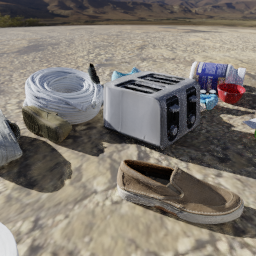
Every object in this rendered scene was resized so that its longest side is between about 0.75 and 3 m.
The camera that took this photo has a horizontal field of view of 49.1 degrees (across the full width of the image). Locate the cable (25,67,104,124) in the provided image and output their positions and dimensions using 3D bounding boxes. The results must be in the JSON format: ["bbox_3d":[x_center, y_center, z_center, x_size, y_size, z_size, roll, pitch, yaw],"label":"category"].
[{"bbox_3d":[-2.393,-1.343,10.841,2.957,1.024,2.958,14,35,3],"label":"cable"}]

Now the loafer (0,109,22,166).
[{"bbox_3d":[-3.820,0.177,8.499,1.039,1.041,2.977,-4,30,-25],"label":"loafer"}]

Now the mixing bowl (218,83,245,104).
[{"bbox_3d":[4.465,-1.462,12.257,1.148,0.622,1.148,0,32,0],"label":"mixing bowl"}]

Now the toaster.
[{"bbox_3d":[0.751,-0.751,9.520,2.898,1.719,2.620,19,30,36],"label":"toaster"}]

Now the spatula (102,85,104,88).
[{"bbox_3d":[-1.531,-2.175,14.242,2.418,0.248,0.683,-5,39,-14],"label":"spatula"}]

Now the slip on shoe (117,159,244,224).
[{"bbox_3d":[1.093,1.289,6.190,2.801,0.849,1.065,10,27,21],"label":"slip on shoe"}]

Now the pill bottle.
[{"bbox_3d":[4.253,-2.377,13.347,2.394,1.386,1.386,10,27,22],"label":"pill bottle"}]

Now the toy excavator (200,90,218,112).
[{"bbox_3d":[3.103,-0.982,11.414,1.265,0.650,1.301,-1,34,1],"label":"toy excavator"}]

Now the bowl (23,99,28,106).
[{"bbox_3d":[-4.128,-1.168,12.009,0.760,0.357,0.760,-1,25,0],"label":"bowl"}]

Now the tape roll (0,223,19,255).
[{"bbox_3d":[-2.726,2.373,3.873,2.455,0.859,2.455,0,25,0],"label":"tape roll"}]

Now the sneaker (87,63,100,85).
[{"bbox_3d":[-1.262,-1.983,10.302,0.294,0.418,0.786,-26,69,-24],"label":"sneaker"}]

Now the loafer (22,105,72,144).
[{"bbox_3d":[-2.747,-0.167,9.412,2.257,0.858,0.761,30,36,30],"label":"loafer"}]

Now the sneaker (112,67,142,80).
[{"bbox_3d":[0.600,-2.320,13.502,2.845,1.166,1.052,-1,26,-2],"label":"sneaker"}]

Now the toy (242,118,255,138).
[{"bbox_3d":[5.307,0.037,9.117,2.743,0.648,1.580,-10,30,-19],"label":"toy"}]
